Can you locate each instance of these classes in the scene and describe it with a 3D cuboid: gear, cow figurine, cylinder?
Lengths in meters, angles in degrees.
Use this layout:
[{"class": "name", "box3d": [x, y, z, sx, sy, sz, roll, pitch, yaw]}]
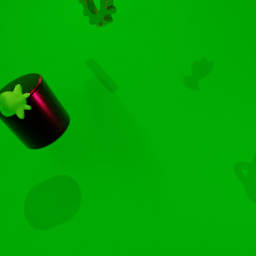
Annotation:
[{"class": "gear", "box3d": [-0.935, -3.815, 8.225, 0.295, 1.596, 1.596, -27, 63, -29]}, {"class": "cow figurine", "box3d": [-1.852, -0.364, 3.824, 0.912, 0.927, 0.509, -6, 88, -10]}, {"class": "cylinder", "box3d": [-2.001, -0.346, 5.870, 1.169, 1.169, 1.169, -17, 40, 14]}]
